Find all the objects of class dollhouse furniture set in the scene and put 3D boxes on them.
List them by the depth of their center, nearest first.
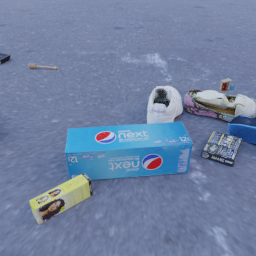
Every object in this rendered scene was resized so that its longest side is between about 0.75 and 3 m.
[{"bbox_3d":[3.258,-1.103,9.360,0.598,0.853,0.601,-15,37,-21],"label":"dollhouse furniture set"}]

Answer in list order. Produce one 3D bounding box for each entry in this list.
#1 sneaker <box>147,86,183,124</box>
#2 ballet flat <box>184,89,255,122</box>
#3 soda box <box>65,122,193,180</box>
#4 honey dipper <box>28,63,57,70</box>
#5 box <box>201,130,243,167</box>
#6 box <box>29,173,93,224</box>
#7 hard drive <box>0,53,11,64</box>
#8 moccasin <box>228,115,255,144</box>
[{"bbox_3d":[1.189,-0.817,8.540,0.990,1.317,2.644,7,34,11],"label":"sneaker"},{"bbox_3d":[3.029,-0.727,8.665,2.631,0.936,0.909,11,67,17],"label":"ballet flat"},{"bbox_3d":[0.007,0.553,6.859,2.911,0.934,0.987,-3,34,-5],"label":"soda box"},{"bbox_3d":[-3.712,-2.677,12.250,1.256,0.239,0.239,5,35,3],"label":"honey dipper"},{"bbox_3d":[2.532,0.521,7.509,0.859,0.262,1.066,19,38,23],"label":"box"},{"bbox_3d":[-1.376,1.473,5.934,1.288,0.485,0.323,-26,40,-31],"label":"box"},{"bbox_3d":[-6.198,-3.247,13.021,1.257,0.266,0.848,11,36,16],"label":"hard drive"},{"bbox_3d":[3.947,0.062,7.546,2.340,0.941,0.798,23,50,28],"label":"moccasin"}]
